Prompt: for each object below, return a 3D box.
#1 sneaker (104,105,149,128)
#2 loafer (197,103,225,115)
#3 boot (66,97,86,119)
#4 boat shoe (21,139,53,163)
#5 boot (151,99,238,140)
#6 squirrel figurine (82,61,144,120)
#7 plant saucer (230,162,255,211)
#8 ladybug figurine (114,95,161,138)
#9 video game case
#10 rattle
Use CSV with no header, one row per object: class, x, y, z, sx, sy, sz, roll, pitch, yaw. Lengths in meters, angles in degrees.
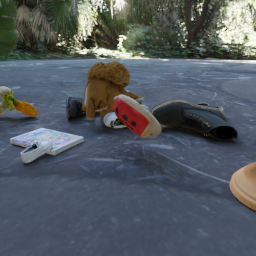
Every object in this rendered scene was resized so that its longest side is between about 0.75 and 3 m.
sneaker,0.061,-0.377,11.058,2.006,0.733,0.710,-19,34,-25
loafer,3.288,-0.688,11.733,2.193,0.749,0.830,-14,22,-36
boot,-1.496,-0.995,12.532,2.189,0.870,2.514,2,16,7
boat shoe,-2.598,0.577,8.067,0.407,0.362,1.108,8,32,27
boot,2.312,-0.243,10.018,2.804,1.086,1.939,-2,23,-2
squirrel figurine,-0.523,-1.502,11.513,2.378,2.548,1.803,5,7,-16
plant saucer,3.450,1.274,6.131,2.277,0.426,2.277,0,17,0
ladybug figurine,0.199,-0.299,8.274,1.717,0.618,1.166,40,-14,11
video game case,-2.674,0.399,9.269,1.963,0.177,1.405,10,21,29
rattle,-5.182,-0.589,11.303,1.611,1.767,2.474,-40,5,17
